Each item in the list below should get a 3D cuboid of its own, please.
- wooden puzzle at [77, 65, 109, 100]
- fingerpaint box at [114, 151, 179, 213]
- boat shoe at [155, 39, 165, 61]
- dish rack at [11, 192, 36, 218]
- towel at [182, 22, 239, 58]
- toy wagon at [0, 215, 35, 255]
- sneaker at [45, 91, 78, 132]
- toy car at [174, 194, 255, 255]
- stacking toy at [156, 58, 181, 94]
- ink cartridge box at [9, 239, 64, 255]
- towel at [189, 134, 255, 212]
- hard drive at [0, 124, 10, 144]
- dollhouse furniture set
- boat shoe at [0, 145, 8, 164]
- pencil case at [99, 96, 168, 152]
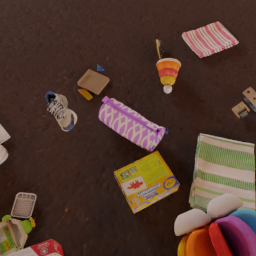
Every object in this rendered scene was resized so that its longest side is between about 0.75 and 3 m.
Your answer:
[{"bbox_3d":[-1.437,-1.892,11.583,1.106,0.192,1.639,35,65,14],"label":"wooden puzzle"},{"bbox_3d":[0.587,1.736,9.112,1.650,0.605,1.376,-25,61,-14],"label":"fingerpaint box"},{"bbox_3d":[1.452,-3.470,12.365,0.405,0.458,1.250,-5,59,3],"label":"boat shoe"},{"bbox_3d":[-3.299,2.475,8.925,0.666,0.169,0.776,5,59,2],"label":"dish rack"},{"bbox_3d":[3.765,-4.105,12.829,2.179,0.326,1.595,-23,62,-13],"label":"towel"},{"bbox_3d":[-3.514,3.250,8.371,1.598,0.316,1.240,-27,63,-16],"label":"toy wagon"},{"bbox_3d":[-2.028,-0.505,8.116,0.611,0.675,1.585,-45,50,8],"label":"sneaker"},{"bbox_3d":[2.645,3.034,7.398,2.623,1.967,2.296,-21,69,-11],"label":"toy car"},{"bbox_3d":[1.640,-2.049,11.415,1.000,1.000,1.369,3,78,2],"label":"stacking toy"},{"bbox_3d":[-2.263,4.034,7.383,1.187,1.182,1.634,-17,60,-10],"label":"ink cartridge box"},{"bbox_3d":[3.223,1.554,9.397,2.090,0.321,2.741,11,59,6],"label":"towel"},{"bbox_3d":[-5.068,0.138,10.340,0.859,0.174,1.302,-38,65,-20],"label":"hard drive"},{"bbox_3d":[4.521,-0.898,10.787,1.046,0.737,0.733,-37,61,13],"label":"dollhouse furniture set"},{"bbox_3d":[-4.976,1.297,9.207,0.779,0.899,2.109,37,66,20],"label":"boat shoe"},{"bbox_3d":[0.122,-0.139,9.995,2.483,1.062,1.042,29,67,18],"label":"pencil case"}]
